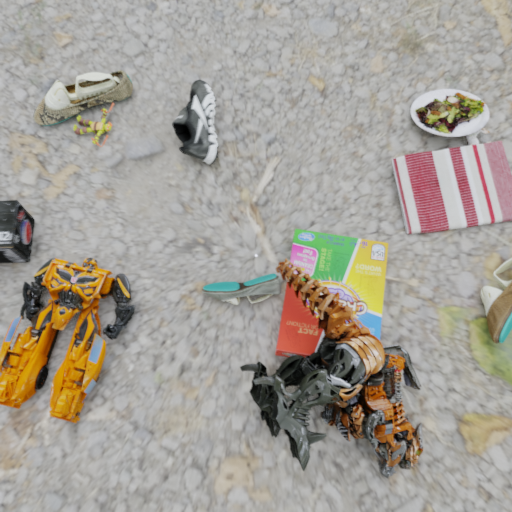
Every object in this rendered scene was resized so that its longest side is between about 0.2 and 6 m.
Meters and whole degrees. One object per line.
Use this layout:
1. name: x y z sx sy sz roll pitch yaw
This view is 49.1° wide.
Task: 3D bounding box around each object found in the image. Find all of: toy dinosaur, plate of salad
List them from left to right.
1. toy dinosaur: 1.300 2.003 9.456 2.680 2.017 3.949 -28 76 -12
2. plate of salad: 4.202 -3.180 12.135 1.646 0.395 1.646 -3 52 4

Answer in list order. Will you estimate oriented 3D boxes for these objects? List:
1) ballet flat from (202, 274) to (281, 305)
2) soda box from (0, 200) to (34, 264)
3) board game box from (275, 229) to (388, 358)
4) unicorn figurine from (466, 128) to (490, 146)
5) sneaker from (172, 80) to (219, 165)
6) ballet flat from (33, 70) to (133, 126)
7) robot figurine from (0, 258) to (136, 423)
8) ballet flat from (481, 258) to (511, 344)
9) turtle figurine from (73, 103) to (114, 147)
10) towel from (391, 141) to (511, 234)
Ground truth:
1. ballet flat: -0.258 0.710 10.760 1.534 0.517 0.489 -10 108 -2
2. soda box: -5.986 -0.415 10.928 2.955 0.936 1.046 -2 69 -1
3. board game box: 1.469 0.809 10.699 1.881 0.496 2.458 8 69 3
4. unicorn figurine: 4.732 -2.402 12.062 0.633 0.341 0.922 -11 69 4
5. sneaker: -1.342 -2.945 11.931 0.917 0.673 2.026 5 68 -30
6. ballet flat: -3.854 -3.571 12.217 2.298 0.865 0.780 -20 70 -7
7. robot figurine: -3.516 1.370 10.273 2.189 0.879 3.019 12 69 3
8. ballet flat: 4.860 0.635 10.698 0.844 0.792 2.334 31 70 33
9. turtle figurine: -3.491 -2.857 12.221 0.858 0.343 1.064 8 77 11
10. towel: 4.135 -1.402 11.634 2.415 0.275 1.740 -8 76 -2
